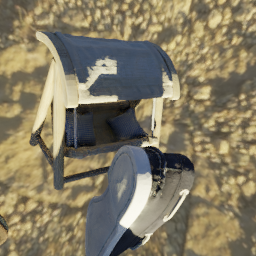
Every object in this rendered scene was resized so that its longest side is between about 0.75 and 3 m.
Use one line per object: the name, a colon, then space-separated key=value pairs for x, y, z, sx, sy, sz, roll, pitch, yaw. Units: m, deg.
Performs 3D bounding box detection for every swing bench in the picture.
swing bench: x=-0.332 y=-0.337 z=4.248 sx=1.894 sy=1.905 sz=1.236 roll=-9 pitch=38 yaw=-37

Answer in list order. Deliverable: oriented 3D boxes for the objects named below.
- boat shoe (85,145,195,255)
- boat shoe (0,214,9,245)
boat shoe: x=-0.021 y=1.278 z=4.212 sx=0.883 sy=2.927 sz=1.081 roll=5 pitch=45 yaw=-21
boat shoe: x=-2.612 y=0.972 z=3.900 sx=0.833 sy=2.323 sz=0.885 roll=-36 pitch=43 yaw=-4
